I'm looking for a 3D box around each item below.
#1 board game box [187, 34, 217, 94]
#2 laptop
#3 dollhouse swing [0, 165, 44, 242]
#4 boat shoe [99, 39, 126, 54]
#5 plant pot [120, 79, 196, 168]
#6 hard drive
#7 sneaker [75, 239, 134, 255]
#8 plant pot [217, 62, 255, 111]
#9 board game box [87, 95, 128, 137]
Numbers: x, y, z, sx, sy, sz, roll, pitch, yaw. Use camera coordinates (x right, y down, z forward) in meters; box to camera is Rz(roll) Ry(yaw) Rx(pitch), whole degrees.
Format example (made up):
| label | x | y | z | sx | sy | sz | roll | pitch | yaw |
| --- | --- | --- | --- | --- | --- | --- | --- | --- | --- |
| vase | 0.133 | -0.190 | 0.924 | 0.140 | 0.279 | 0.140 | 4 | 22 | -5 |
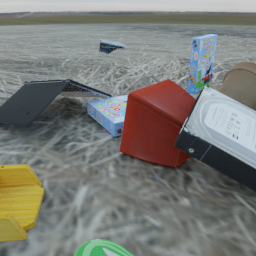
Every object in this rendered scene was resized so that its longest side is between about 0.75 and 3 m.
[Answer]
| label | x | y | z | sx | sy | sz | roll | pitch | yaw |
| --- | --- | --- | --- | --- | --- | --- | --- | --- | --- |
| board game box | 3.048 | -2.643 | 11.491 | 0.395 | 2.158 | 1.633 | 18 | 31 | 35 |
| laptop | -2.499 | -0.673 | 9.050 | 2.610 | 1.616 | 2.788 | 7 | -5 | 41 |
| dollhouse swing | -2.291 | 0.903 | 4.806 | 1.366 | 1.321 | 1.503 | -2 | 24 | -5 |
| boat shoe | -0.504 | -2.543 | 8.900 | 0.874 | 0.397 | 0.309 | 4 | 23 | -25 |
| plant pot | 0.955 | -0.021 | 6.675 | 1.445 | 1.638 | 1.640 | 30 | 37 | 30 |
| hard drive | 2.452 | 0.346 | 5.468 | 2.780 | 0.526 | 1.942 | 31 | 41 | 7 |
| sneaker | 0.231 | 1.946 | 2.752 | 0.998 | 1.126 | 2.695 | -15 | 28 | -28 |
| plant pot | 3.328 | -0.890 | 8.514 | 1.534 | 1.759 | 1.759 | -36 | 38 | -20 |
| board game box | 0.287 | -0.561 | 8.971 | 2.637 | 0.483 | 1.995 | -14 | 29 | -26 |
